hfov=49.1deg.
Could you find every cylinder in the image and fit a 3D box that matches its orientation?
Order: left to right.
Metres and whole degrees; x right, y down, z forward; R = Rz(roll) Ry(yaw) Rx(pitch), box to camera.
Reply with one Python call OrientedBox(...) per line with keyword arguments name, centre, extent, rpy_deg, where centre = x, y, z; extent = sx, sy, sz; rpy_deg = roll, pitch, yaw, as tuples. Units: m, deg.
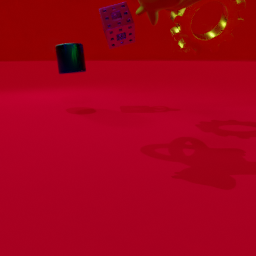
OrientedBox(name="cylinder", centre=(-1.940, -2.339, 9.521), extent=(0.941, 0.941, 0.941), rpy_deg=(-5, 10, 1))

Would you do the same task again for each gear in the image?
OrientedBox(name="gear", centre=(2.111, -2.917, 7.482), extent=(1.936, 1.936, 0.358), rpy_deg=(-3, 42, -11))

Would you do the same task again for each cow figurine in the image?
OrientedBox(name="cow figurine", centre=(0.768, -2.538, 5.200), extent=(1.686, 0.940, 1.713), rpy_deg=(-25, 14, -3))

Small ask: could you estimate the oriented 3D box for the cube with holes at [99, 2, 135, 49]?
OrientedBox(name="cube with holes", centre=(-0.367, -3.629, 9.964), extent=(0.991, 0.991, 0.991), rpy_deg=(-16, -22, -3))
